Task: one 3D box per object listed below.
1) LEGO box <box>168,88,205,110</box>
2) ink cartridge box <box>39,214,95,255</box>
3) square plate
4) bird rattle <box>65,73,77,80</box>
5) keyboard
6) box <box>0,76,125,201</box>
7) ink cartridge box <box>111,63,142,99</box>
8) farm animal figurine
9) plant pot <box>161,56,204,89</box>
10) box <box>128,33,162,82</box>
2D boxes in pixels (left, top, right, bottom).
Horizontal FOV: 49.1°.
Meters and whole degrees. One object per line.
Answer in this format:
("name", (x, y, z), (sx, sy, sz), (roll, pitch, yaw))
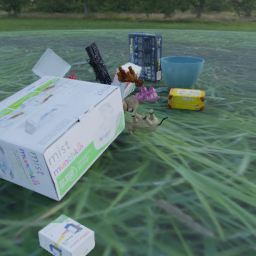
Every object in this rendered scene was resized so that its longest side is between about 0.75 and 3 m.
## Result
("LEGO box", (2.352, -1.171, 11.279), (1.400, 0.540, 1.043), (5, 25, 12))
("ink cartridge box", (-1.020, 1.864, 4.701), (0.774, 0.339, 0.562), (18, 29, 32))
("square plate", (-3.243, -2.534, 11.925), (1.210, 1.198, 0.172), (38, 8, -12))
("bird rattle", (-3.134, -2.204, 13.770), (1.438, 0.810, 1.173), (7, 33, -17))
("keyboard", (-1.093, -2.545, 12.254), (0.463, 2.338, 1.217), (-10, 30, 28))
("box", (-1.909, -0.039, 7.007), (2.590, 1.419, 2.935), (12, 38, 25))
("ink cartridge box", (-0.101, -2.097, 12.391), (0.700, 1.217, 1.677), (25, 29, 10))
("farm animal figurine", (-0.153, -0.622, 9.002), (2.424, 1.278, 2.451), (-22, 54, 7))
("plant pot", (2.570, -2.620, 13.534), (2.021, 1.361, 2.021), (0, 24, 0))
("box", (0.900, -3.762, 14.856), (1.875, 2.378, 0.607), (19, 33, 39))
